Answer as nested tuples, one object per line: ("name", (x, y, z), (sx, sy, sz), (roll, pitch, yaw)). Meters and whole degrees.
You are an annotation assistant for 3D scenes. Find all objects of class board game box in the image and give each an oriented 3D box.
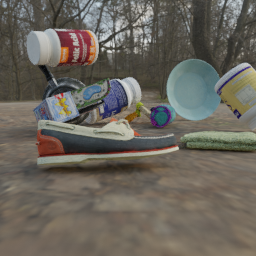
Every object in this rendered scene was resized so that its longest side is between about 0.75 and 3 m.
("board game box", (-1.357, -0.550, 6.837), (1.997, 0.616, 1.996), (-22, 7, -11))

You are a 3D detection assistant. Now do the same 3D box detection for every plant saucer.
("plant saucer", (2.510, -1.461, 10.887), (2.357, 2.357, 0.454), (-2, 2, -15))

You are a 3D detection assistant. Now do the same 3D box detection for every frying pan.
("frying pan", (-1.878, -1.191, 8.148), (1.481, 2.448, 0.398), (-10, 18, -1))

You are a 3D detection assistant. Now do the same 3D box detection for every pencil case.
("pencil case", (1.086, -0.385, 8.633), (0.700, 0.645, 1.515), (-34, -5, 15))

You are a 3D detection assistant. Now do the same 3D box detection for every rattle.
("rattle", (0.580, -0.272, 9.868), (0.842, 0.924, 1.293), (27, -4, 32))

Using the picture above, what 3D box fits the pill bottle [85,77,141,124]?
("pill bottle", (-0.615, -0.986, 9.401), (1.988, 1.150, 1.150), (-24, 17, -27))

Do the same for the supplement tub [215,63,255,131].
("supplement tub", (3.045, -0.780, 7.089), (1.065, 1.465, 1.065), (-30, -17, -11))

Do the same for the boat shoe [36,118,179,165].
("boat shoe", (-0.248, 0.144, 3.528), (1.784, 0.558, 0.635), (-3, -12, -5))

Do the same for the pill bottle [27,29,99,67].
("pill bottle", (-1.358, -1.685, 5.898), (1.332, 0.761, 0.761), (-15, 14, -39))

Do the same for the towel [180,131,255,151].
("towel", (1.663, 0.210, 5.034), (1.329, 0.243, 0.986), (2, 6, 19))
